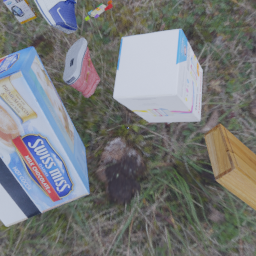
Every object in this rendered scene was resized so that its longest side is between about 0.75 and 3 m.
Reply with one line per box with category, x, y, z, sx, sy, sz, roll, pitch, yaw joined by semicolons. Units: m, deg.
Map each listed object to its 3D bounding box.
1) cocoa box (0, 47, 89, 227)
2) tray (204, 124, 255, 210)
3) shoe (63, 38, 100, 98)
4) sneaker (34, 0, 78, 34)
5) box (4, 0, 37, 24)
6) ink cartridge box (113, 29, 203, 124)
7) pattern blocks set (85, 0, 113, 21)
cocoa box;-2.282;0.146;5.966;1.952;1.984;2.975;-21;120;0
tray;2.665;1.097;5.730;2.586;1.276;0.479;36;122;-22
shoe;-1.147;-1.552;7.202;0.612;0.779;1.713;-25;43;26
sneaker;-1.568;-3.763;6.762;1.458;1.020;2.524;-18;90;20
box;-2.810;-3.139;7.264;0.490;0.822;0.171;-17;55;11
ink cartridge box;0.768;-0.906;5.828;1.240;1.980;1.273;0;77;28
pattern blocks set;-0.703;-2.822;6.752;0.776;0.883;0.072;-29;124;10
